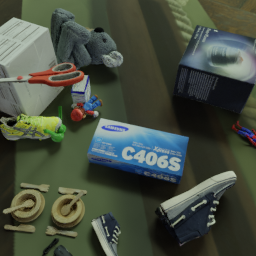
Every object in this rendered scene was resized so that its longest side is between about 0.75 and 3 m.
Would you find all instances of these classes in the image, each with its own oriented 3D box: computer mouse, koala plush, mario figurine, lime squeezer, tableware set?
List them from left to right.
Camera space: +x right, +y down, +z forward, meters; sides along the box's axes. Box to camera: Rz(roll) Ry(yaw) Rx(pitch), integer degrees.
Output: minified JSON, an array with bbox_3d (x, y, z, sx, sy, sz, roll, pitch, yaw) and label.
[{"bbox_3d":[-2.323,2.221,7.992,2.169,0.435,1.434,5,53,4],"label":"tableware set"},{"bbox_3d":[-2.456,-0.011,9.541,0.438,0.820,2.323,-28,20,10],"label":"lime squeezer"},{"bbox_3d":[-1.854,3.325,7.312,0.584,0.192,0.832,-38,61,-26],"label":"computer mouse"},{"bbox_3d":[-1.546,-0.668,10.193,1.233,0.653,0.761,-37,43,-20],"label":"mario figurine"},{"bbox_3d":[-1.646,-3.242,11.389,2.629,2.416,2.332,-6,39,-31],"label":"koala plush"}]

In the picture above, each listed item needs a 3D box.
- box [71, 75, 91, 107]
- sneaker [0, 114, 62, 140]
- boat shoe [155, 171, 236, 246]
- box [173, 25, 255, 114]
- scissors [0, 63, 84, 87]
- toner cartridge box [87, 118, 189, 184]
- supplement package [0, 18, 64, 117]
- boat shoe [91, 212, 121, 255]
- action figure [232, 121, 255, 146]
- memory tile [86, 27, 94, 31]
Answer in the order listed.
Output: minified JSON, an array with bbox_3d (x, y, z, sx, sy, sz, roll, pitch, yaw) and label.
[{"bbox_3d":[-1.717,-1.327,10.359,0.499,0.951,0.875,4,53,3],"label":"box"},{"bbox_3d":[-3.296,-0.068,9.406,2.088,0.798,0.787,-9,53,1],"label":"sneaker"},{"bbox_3d":[2.130,2.236,7.770,2.570,0.960,1.192,-25,62,-8],"label":"boat shoe"},{"bbox_3d":[3.446,-2.331,10.704,2.658,1.651,2.679,18,55,12],"label":"box"},{"bbox_3d":[-2.583,-1.229,7.171,2.866,0.200,1.049,-13,44,-17],"label":"scissors"},{"bbox_3d":[0.334,0.702,8.967,2.967,0.641,1.409,12,57,9],"label":"toner cartridge box"},{"bbox_3d":[-3.650,-1.935,9.710,1.502,2.708,2.109,22,56,16],"label":"supplement package"},{"bbox_3d":[-0.418,2.885,7.425,0.645,0.519,1.391,-28,57,-11],"label":"boat shoe"},{"bbox_3d":[4.183,0.243,9.599,0.410,0.324,1.254,-35,63,-26],"label":"action figure"},{"bbox_3d":[-2.244,-4.562,13.357,1.145,0.096,0.877,18,55,14],"label":"memory tile"}]
